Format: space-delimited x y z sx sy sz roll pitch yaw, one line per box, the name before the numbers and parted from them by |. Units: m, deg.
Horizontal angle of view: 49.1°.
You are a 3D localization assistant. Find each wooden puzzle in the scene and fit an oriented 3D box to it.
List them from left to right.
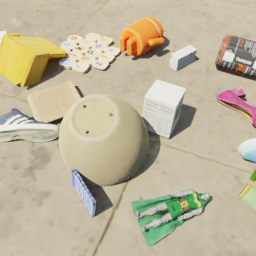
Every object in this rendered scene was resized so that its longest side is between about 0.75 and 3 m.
wooden puzzle | -2.813 -0.937 10.976 1.893 0.438 1.753 -24 54 -13

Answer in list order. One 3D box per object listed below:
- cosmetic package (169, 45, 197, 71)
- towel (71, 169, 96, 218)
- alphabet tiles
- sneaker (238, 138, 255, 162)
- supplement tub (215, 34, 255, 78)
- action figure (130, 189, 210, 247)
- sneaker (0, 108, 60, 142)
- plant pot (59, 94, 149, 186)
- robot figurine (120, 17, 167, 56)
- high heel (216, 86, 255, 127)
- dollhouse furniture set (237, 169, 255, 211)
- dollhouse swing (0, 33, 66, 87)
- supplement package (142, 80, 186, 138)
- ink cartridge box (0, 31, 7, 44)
cosmetic package | 2.469 -3.154 12.601 1.218 0.687 0.494 -33 58 -22
towel | -1.340 1.916 8.256 0.156 0.947 1.308 -22 54 -27
alphabet tiles | -1.927 -3.589 13.257 2.790 0.208 2.853 21 54 15
sneaker | 4.871 1.268 8.746 2.653 1.055 1.732 8 50 7
supplement tub | 5.228 -2.953 11.931 2.708 1.448 1.448 20 54 14
action figure | 1.362 2.336 8.123 2.274 0.622 1.343 -18 64 -13
sneaker | -3.674 -0.180 9.954 2.645 0.991 1.118 1 55 1
plant pot | -0.864 0.104 8.630 2.978 1.999 2.978 -2 65 5
robot figurine | 0.697 -4.268 13.072 2.418 1.410 1.739 -39 20 -27
high heel | 4.269 -0.591 10.548 1.079 0.758 2.249 -22 61 3
dollhouse furniture set | 4.062 1.814 8.537 0.865 0.662 1.320 35 59 25
dollhouse swing | -4.291 -3.015 12.576 2.249 2.044 1.977 34 16 24
supplement package | 1.238 -0.680 9.956 1.128 1.497 1.136 20 46 16
ink cartridge box | -5.886 -3.772 13.016 0.794 0.815 1.268 -16 54 -14
